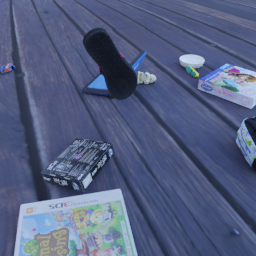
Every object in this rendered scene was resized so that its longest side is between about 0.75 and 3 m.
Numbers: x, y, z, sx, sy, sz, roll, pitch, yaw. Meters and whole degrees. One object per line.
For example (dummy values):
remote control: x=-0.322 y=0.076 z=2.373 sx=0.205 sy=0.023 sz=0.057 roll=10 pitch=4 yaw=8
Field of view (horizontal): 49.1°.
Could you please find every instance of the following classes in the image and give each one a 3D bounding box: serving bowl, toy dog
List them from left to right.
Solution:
toy dog: x=0.849 y=-2.172 z=12.403 sx=0.791 sy=0.552 sz=0.767 roll=6 pitch=1 yaw=11
serving bowl: x=3.150 y=-3.240 z=13.902 sx=1.208 sy=0.397 sz=1.208 roll=1 pitch=36 yaw=0

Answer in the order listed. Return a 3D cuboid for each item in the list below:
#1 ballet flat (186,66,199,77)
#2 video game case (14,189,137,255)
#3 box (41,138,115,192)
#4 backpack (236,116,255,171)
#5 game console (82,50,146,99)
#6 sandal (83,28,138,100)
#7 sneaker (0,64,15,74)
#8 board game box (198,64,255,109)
ballet flat: x=3.055 y=-2.646 z=13.233 sx=0.295 sy=0.294 sz=0.879 roll=6 pitch=33 yaw=-30
video game case: x=-1.114 y=2.550 z=5.947 sx=2.484 sy=0.301 sz=2.729 roll=-7 pitch=37 yaw=-9
box: x=-1.348 y=0.951 z=7.786 sx=1.331 sy=0.362 sz=1.662 roll=6 pitch=35 yaw=27
backpack: x=3.947 y=0.430 z=8.237 sx=1.421 sy=1.339 sz=1.742 roll=-8 pitch=58 yaw=-9
game console: x=-0.573 y=-2.438 z=11.992 sx=1.451 sy=2.093 sz=2.452 roll=33 pitch=41 yaw=-1
sandal: x=-0.437 y=-1.744 z=7.694 sx=0.926 sy=2.465 sz=0.556 roll=-30 pitch=47 yaw=2
sneaker: x=-5.762 y=-2.838 z=13.423 sx=0.352 sy=0.338 sz=0.897 roll=16 pitch=41 yaw=13
board game box: x=4.660 y=-1.883 z=11.929 sx=2.401 sy=0.495 sz=2.406 roll=28 pitch=45 yaw=34
